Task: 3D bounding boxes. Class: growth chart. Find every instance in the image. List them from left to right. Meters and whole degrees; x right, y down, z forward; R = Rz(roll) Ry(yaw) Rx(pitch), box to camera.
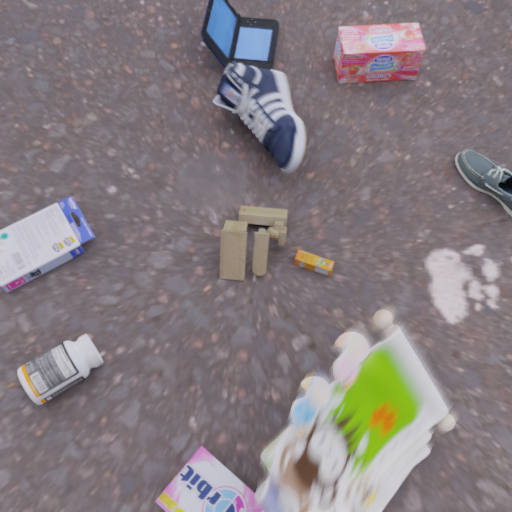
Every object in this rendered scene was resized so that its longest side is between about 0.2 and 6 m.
[{"bbox_3d":[1.172,2.660,7.218,3.557,0.315,2.574,-50,115,-14],"label":"growth chart"}]

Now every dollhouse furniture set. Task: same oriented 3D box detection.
[{"bbox_3d":[-0.025,-0.221,9.818,1.069,0.916,1.124,5,28,2],"label":"dollhouse furniture set"}]

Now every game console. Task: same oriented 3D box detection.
[{"bbox_3d":[-0.298,-4.720,11.719,1.426,0.988,1.671,6,63,4],"label":"game console"}]

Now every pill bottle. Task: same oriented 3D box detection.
[{"bbox_3d":[-2.972,1.710,8.559,1.126,0.655,0.655,-30,67,-16],"label":"pill bottle"}]

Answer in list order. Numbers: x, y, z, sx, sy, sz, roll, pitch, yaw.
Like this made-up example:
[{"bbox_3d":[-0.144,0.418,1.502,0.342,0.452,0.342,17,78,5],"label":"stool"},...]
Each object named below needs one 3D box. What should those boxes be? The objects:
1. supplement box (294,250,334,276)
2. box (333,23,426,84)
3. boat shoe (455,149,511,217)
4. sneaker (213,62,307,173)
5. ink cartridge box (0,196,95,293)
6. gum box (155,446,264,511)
[{"bbox_3d":[0.996,0.121,9.624,0.658,0.226,0.219,19,61,7],"label":"supplement box"},{"bbox_3d":[2.502,-4.159,11.500,1.667,0.855,0.789,-3,62,-3],"label":"box"},{"bbox_3d":[4.493,-1.379,10.189,0.709,0.602,1.947,-34,67,-16],"label":"boat shoe"},{"bbox_3d":[0.015,-2.625,10.410,1.391,0.899,2.564,8,51,-27],"label":"sneaker"},{"bbox_3d":[-3.757,-0.225,9.733,1.744,0.366,1.041,-31,67,-12],"label":"ink cartridge box"},{"bbox_3d":[-0.434,3.550,7.647,1.649,0.545,0.936,36,67,17],"label":"gum box"}]
